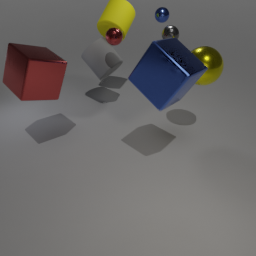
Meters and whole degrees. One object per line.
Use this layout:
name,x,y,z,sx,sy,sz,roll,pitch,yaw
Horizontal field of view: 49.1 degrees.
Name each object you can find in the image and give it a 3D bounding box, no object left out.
cylinder,-1.183,-3.173,12.894,1.400,1.400,1.400,51,42,-3
ball,1.704,-3.752,11.237,0.700,0.700,0.700,0,31,0
ball,-0.554,-3.658,11.200,0.700,0.700,0.700,0,31,0
ball,2.739,-2.249,10.170,1.400,1.400,1.400,0,31,0
cube,1.156,-1.588,8.146,1.400,1.400,1.400,47,39,11
ball,1.624,-5.390,13.357,0.700,0.700,0.700,0,31,0
cylinder,-0.543,-4.988,12.986,1.400,1.400,1.400,15,70,23
cube,-3.096,-1.836,9.274,1.400,1.400,1.400,-8,37,-47
